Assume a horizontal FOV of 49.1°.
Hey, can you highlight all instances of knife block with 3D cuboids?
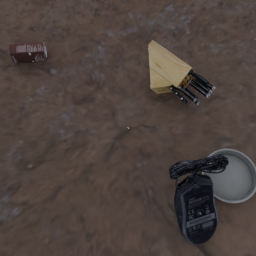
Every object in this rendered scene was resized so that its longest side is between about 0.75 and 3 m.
[{"bbox_3d":[1.586,-1.693,8.354,1.816,0.662,2.069,-7,80,22],"label":"knife block"}]

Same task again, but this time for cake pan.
[{"bbox_3d":[2.790,1.327,7.749,1.510,0.277,1.510,-1,66,3],"label":"cake pan"}]

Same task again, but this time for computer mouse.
[{"bbox_3d":[1.706,1.774,7.035,1.605,0.611,2.318,-8,104,-17],"label":"computer mouse"}]

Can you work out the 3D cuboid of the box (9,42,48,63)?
[{"bbox_3d":[-3.232,-2.451,9.124,1.100,0.551,0.412,-4,70,-6],"label":"box"}]
